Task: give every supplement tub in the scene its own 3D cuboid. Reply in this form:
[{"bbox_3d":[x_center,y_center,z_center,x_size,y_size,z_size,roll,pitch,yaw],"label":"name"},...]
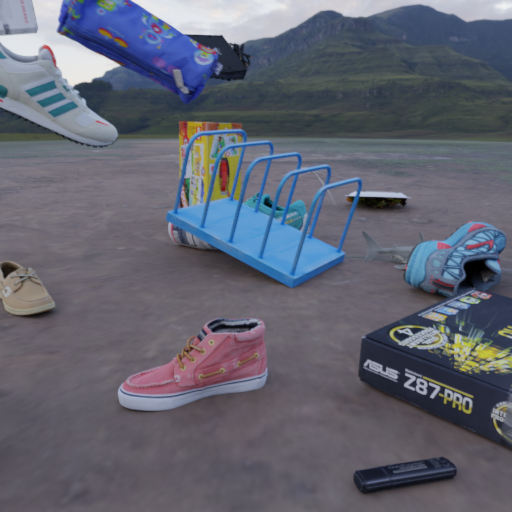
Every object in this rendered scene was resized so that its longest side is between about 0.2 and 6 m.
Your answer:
[{"bbox_3d":[-1.209,-0.550,11.671,1.107,0.777,0.777,12,19,38],"label":"supplement tub"}]

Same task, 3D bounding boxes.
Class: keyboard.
[{"bbox_3d":[-0.890,-4.405,12.797,1.583,0.602,3.041,-3,36,-13],"label":"keyboard"}]

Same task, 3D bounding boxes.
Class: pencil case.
[{"bbox_3d":[-1.557,-2.835,7.490,2.161,0.843,0.939,26,42,-20],"label":"pencil case"}]

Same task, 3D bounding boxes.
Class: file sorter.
[{"bbox_3d":[0.193,-1.012,10.212,2.858,1.753,1.983,28,27,25],"label":"file sorter"}]

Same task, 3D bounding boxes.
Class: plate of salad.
[{"bbox_3d":[3.523,-1.618,16.275,1.903,0.457,1.903,3,5,0],"label":"plate of salad"}]

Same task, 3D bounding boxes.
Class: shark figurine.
[{"bbox_3d":[2.820,-0.133,10.391,1.016,0.710,1.700,-8,19,-30],"label":"shark figurine"}]

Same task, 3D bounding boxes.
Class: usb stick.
[{"bbox_3d":[1.187,1.747,4.476,0.837,0.137,0.232,-4,9,-14],"label":"usb stick"}]

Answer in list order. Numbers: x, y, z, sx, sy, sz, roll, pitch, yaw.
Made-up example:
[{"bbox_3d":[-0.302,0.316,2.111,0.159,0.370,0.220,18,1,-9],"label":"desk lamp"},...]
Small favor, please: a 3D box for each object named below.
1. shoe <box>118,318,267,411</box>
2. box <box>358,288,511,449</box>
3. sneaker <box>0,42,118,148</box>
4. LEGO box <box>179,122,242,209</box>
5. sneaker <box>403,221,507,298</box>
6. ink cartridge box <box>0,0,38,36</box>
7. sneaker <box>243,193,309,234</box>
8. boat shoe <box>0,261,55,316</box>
[{"bbox_3d":[-0.636,1.075,5.808,1.593,0.725,0.569,-6,16,-20],"label":"shoe"},{"bbox_3d":[2.617,1.082,6.034,2.442,0.600,1.969,-13,23,-40],"label":"box"},{"bbox_3d":[-3.104,-2.537,8.572,2.391,1.118,0.842,21,14,-31],"label":"sneaker"},{"bbox_3d":[-1.179,-2.082,14.068,0.958,2.484,1.850,-6,15,-28],"label":"LEGO box"},{"bbox_3d":[3.535,0.188,9.190,2.410,0.956,1.151,-20,36,-34],"label":"sneaker"},{"bbox_3d":[-4.037,-3.879,8.813,1.019,0.743,0.432,-12,13,-18],"label":"ink cartridge box"},{"bbox_3d":[0.027,-0.904,12.509,2.611,1.040,1.012,8,17,30],"label":"sneaker"},{"bbox_3d":[-3.545,0.465,8.404,0.597,0.540,1.674,-14,20,-41],"label":"boat shoe"}]
